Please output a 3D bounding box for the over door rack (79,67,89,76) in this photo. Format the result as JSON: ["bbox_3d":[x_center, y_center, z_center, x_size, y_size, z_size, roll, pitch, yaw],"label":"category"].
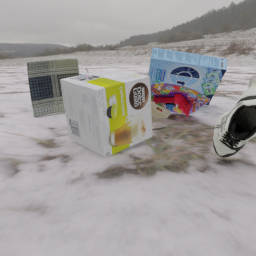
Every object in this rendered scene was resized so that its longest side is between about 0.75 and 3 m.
[{"bbox_3d":[-2.936,-2.251,12.292,2.252,0.750,1.664,4,-26,-13],"label":"over door rack"}]

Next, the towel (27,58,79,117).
[{"bbox_3d":[-2.396,-1.373,9.358,1.857,1.788,0.321,-15,17,-38],"label":"towel"}]

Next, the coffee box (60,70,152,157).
[{"bbox_3d":[-0.437,-0.417,6.146,1.398,1.412,1.414,-21,27,-36],"label":"coffee box"}]

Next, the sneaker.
[{"bbox_3d":[1.834,0.005,4.793,0.661,1.749,0.766,34,50,17],"label":"sneaker"}]

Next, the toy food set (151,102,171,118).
[{"bbox_3d":[0.785,-0.568,8.455,0.703,0.296,0.980,25,-5,-16],"label":"toy food set"}]

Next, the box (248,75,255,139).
[{"bbox_3d":[3.694,-0.594,6.912,1.208,1.418,2.217,14,20,29],"label":"box"}]

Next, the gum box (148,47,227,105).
[{"bbox_3d":[1.978,-1.789,10.125,2.508,0.559,2.131,10,-29,4],"label":"gum box"}]

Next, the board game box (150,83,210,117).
[{"bbox_3d":[1.328,-0.674,8.469,1.745,0.430,2.208,17,-15,-7],"label":"board game box"}]
